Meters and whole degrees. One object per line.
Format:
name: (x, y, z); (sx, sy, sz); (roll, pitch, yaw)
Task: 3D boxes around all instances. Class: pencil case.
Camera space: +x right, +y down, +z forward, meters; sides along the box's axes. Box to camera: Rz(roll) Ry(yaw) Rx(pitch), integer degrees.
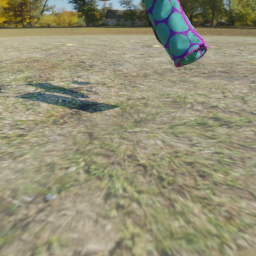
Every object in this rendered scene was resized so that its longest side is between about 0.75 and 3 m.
pencil case: (1.523, -3.361, 9.104); (1.159, 2.723, 1.258); (-10, -19, -46)

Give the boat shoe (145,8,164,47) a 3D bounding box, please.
boat shoe: (1.141, -4.201, 10.532); (0.994, 2.764, 0.896); (-29, -36, 30)
